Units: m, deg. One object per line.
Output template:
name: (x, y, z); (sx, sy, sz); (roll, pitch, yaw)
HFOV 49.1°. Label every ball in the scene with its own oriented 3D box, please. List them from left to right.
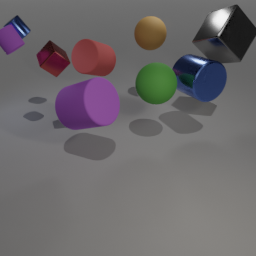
ball: (0.969, -4.091, 12.137); (1.400, 1.400, 1.400); (0, 28, 0)
ball: (0.949, -1.494, 9.446); (1.400, 1.400, 1.400); (0, 28, 0)

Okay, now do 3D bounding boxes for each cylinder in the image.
cylinder: (-3.854, -2.859, 9.088); (0.700, 0.700, 0.700); (-29, 21, 12)
cylinder: (-4.192, -3.765, 10.606); (0.700, 0.700, 0.700); (-26, 35, 20)
cylinder: (-1.206, -0.691, 8.368); (1.400, 1.400, 1.400); (-7, 18, 41)
cylinder: (-1.440, -2.957, 11.929); (1.400, 1.400, 1.400); (15, 12, 26)
cylinder: (2.457, -1.773, 9.832); (1.400, 1.400, 1.400); (-12, 27, -21)

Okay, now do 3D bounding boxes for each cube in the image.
cube: (-2.401, -2.215, 8.988); (0.700, 0.700, 0.700); (31, 24, -48)
cube: (3.526, -3.339, 10.236); (1.400, 1.400, 1.400); (35, -7, -26)
